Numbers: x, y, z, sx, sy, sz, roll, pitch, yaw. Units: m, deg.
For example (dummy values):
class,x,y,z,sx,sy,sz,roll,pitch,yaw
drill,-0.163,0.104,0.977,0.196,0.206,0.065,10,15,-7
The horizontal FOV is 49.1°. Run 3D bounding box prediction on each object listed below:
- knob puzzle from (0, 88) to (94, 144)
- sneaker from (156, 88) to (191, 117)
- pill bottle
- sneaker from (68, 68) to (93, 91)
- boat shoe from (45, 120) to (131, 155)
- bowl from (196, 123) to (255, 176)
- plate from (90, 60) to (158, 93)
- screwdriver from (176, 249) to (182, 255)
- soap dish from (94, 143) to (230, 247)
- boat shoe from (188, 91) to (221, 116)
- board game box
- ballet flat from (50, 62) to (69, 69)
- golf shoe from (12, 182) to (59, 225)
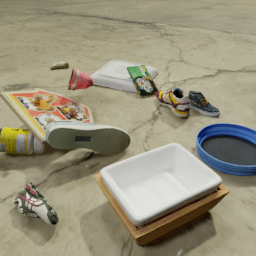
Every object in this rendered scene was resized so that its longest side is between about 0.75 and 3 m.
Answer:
class,x,y,z,sx,sy,sz,roll,pitch,yaw
knob puzzle,-2.312,-0.626,9.455,3.159,0.438,3.159,21,28,-12
sneaker,1.761,-1.229,10.857,0.768,0.924,2.050,-16,34,-23
pill bottle,-3.219,0.393,8.390,1.336,0.764,0.764,5,31,-11
sneaker,-1.854,-1.768,11.090,0.903,0.768,2.083,16,0,-12
boat shoe,-1.161,0.169,8.272,2.557,0.892,0.911,7,22,-28
bowl,3.166,0.603,8.447,2.236,0.439,2.236,0,32,0
plate,-0.215,-2.643,13.525,2.777,0.449,2.771,15,36,19
screwdriver,0.274,3.121,4.529,0.426,0.408,2.925,47,47,11
soap dish,0.731,1.457,6.554,2.500,1.015,1.967,-17,36,-25
boat shoe,2.879,-0.950,10.702,1.428,0.648,0.505,25,40,33
board game box,0.624,-2.140,12.383,0.884,0.198,1.688,-11,56,-17
ballet flat,-3.624,-3.310,14.749,1.008,0.318,0.346,-9,33,-13
golf shoe,-2.115,1.878,6.471,0.635,0.556,1.441,-40,42,-23
